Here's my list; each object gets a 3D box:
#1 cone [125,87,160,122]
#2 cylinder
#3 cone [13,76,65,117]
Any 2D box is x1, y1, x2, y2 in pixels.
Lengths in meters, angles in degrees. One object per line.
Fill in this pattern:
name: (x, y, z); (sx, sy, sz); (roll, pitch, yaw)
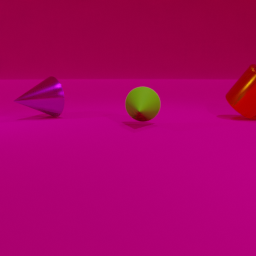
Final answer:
cone: (0.364, -0.567, 7.828); (1.048, 1.048, 1.052); (2, 15, 8)
cylinder: (4.125, -1.169, 9.139); (1.317, 1.317, 1.317); (21, 36, -16)
cone: (-3.072, -0.956, 9.205); (1.408, 1.403, 1.403); (-14, 17, -43)
